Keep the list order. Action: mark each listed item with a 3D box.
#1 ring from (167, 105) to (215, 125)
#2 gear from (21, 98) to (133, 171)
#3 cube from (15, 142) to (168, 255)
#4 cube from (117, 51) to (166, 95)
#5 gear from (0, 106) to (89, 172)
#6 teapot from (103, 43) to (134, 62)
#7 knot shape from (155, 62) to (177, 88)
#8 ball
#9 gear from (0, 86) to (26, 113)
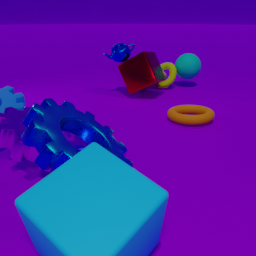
[{"bbox_3d":[1.780,-0.394,7.960,1.315,0.263,1.315,-1,20,1],"label":"ring"},{"bbox_3d":[-0.805,0.274,4.781,1.951,0.361,1.951,34,21,-15],"label":"gear"},{"bbox_3d":[-0.332,0.989,2.899,1.025,1.025,1.025,31,51,28],"label":"cube"},{"bbox_3d":[0.519,-1.985,10.091,1.135,1.135,1.135,-23,2,28],"label":"cube"},{"bbox_3d":[-1.573,0.168,5.543,2.002,0.370,2.002,21,16,-7],"label":"gear"},{"bbox_3d":[-0.314,-2.693,9.903,1.175,0.576,0.731,-22,52,-2],"label":"teapot"},{"bbox_3d":[1.209,-2.169,11.383,1.604,0.792,1.715,10,36,33],"label":"knot shape"},{"bbox_3d":[2.434,-2.504,11.386,1.029,1.029,1.029,0,22,0],"label":"ball"},{"bbox_3d":[-3.449,-0.365,6.455,2.074,0.384,2.074,2,36,-2],"label":"gear"}]
